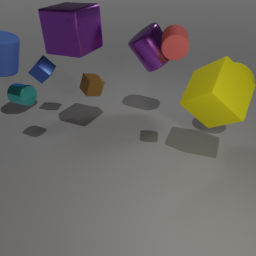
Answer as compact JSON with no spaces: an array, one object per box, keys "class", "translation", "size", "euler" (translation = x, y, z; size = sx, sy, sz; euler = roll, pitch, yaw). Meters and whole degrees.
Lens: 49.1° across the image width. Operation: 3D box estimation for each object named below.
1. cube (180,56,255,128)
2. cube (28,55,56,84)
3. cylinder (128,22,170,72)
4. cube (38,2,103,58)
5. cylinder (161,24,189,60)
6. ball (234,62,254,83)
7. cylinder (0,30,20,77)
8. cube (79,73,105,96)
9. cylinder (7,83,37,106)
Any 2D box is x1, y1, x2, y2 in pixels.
[{"class":"cube","translation":[2.718,-1.029,8.541],"size":[1.400,1.400,1.400],"euler":[-16,42,58]},{"class":"cube","translation":[-3.545,-2.424,11.607],"size":[0.700,0.700,0.700],"euler":[-28,33,36]},{"class":"cylinder","translation":[0.953,-3.225,11.237],"size":[1.400,1.400,1.400],"euler":[-33,23,17]},{"class":"cube","translation":[-1.802,-3.216,9.097],"size":[1.400,1.400,1.400],"euler":[13,35,24]},{"class":"cylinder","translation":[1.227,-2.244,7.335],"size":[0.700,0.700,0.700],"euler":[3,42,6]},{"class":"ball","translation":[3.681,-1.595,9.860],"size":[1.400,1.400,1.400],"euler":[0,29,0]},{"class":"cylinder","translation":[-5.022,-2.937,11.004],"size":[1.400,1.400,1.400],"euler":[12,32,-7]},{"class":"cube","translation":[-1.490,-1.780,11.570],"size":[0.700,0.700,0.700],"euler":[-6,41,-37]},{"class":"cylinder","translation":[-3.623,-1.152,9.586],"size":[0.700,0.700,0.700],"euler":[11,31,28]}]
